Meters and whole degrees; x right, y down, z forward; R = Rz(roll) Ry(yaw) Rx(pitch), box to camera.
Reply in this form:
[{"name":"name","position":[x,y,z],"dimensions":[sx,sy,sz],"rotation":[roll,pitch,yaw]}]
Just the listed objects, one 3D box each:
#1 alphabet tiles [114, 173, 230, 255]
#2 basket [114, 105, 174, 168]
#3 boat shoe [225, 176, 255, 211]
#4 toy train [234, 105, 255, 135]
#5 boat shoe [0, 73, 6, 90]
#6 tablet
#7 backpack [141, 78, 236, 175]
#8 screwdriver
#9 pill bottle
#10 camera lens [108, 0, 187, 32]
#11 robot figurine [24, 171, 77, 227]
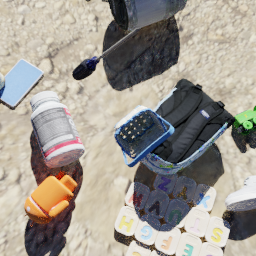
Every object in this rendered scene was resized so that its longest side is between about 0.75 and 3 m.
[{"name":"alphabet tiles","position":[1.195,2.648,7.582],"dimensions":[2.934,0.214,2.870],"rotation":[23,71,8]},{"name":"basket","position":[0.250,0.109,4.792],"dimensions":[0.945,1.072,0.745],"rotation":[-39,113,6]},{"name":"boat shoe","position":[3.626,1.657,7.723],"dimensions":[2.191,0.789,0.751],"rotation":[-18,49,-1]},{"name":"toy train","position":[4.360,-0.528,8.686],"dimensions":[2.431,0.507,0.686],"rotation":[-24,60,-9]},{"name":"boat shoe","position":[-4.938,-0.985,8.641],"dimensions":[2.399,0.779,0.865],"rotation":[-44,75,-10]},{"name":"tablet","position":[-3.630,-1.505,9.244],"dimensions":[1.017,0.107,1.563],"rotation":[32,73,12]},{"name":"backpack","position":[1.386,0.157,7.838],"dimensions":[2.042,1.924,2.503],"rotation":[39,53,9]},{"name":"screwdriver","position":[-0.468,-1.346,5.106],"dimensions":[0.334,2.396,0.349],"rotation":[19,68,-29]},{"name":"pill bottle","position":[-2.123,0.002,8.105],"dimensions":[1.141,1.141,2.062],"rotation":[-23,71,-9]},{"name":"camera lens","position":[0.580,-4.466,9.441],"dimensions":[2.339,1.871,1.871],"rotation":[-23,71,-10]},{"name":"robot figurine","position":[-2.102,1.900,7.506],"dimensions":[1.113,0.902,1.547],"rotation":[40,74,13]}]
